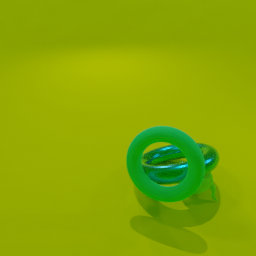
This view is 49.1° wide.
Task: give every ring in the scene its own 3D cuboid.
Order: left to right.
[{"bbox_3d":[0.687,0.708,5.368,1.536,1.536,0.307,12,18,19],"label":"ring"},{"bbox_3d":[1.085,0.780,6.505,2.008,0.402,2.008,-12,10,2],"label":"ring"}]

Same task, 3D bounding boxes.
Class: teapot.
[{"bbox_3d":[1.532,1.178,6.290,1.217,0.596,0.757,32,33,22],"label":"teapot"}]
